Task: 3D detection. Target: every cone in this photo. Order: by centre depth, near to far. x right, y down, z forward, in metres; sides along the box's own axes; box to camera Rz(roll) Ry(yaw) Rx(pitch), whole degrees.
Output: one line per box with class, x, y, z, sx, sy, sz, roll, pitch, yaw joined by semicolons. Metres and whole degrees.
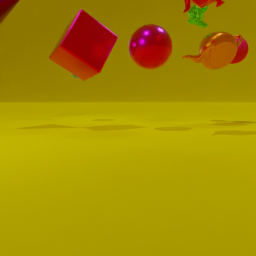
cone;-3.503;-3.352;7.480;1.684;1.678;1.678;-3;5;20

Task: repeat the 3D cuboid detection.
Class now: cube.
cube;-1.271;-2.270;7.923;1.249;1.249;1.249;31;-17;-24

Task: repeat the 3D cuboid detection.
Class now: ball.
ball;0.602;-2.162;7.509;1.172;1.172;1.172;0;6;0
ball;3.739;-2.764;9.910;0.972;0.972;0.972;0;6;0

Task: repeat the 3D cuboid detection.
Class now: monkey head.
monkey head;2.555;-4.030;10.067;0.820;0.687;1.139;21;0;-15

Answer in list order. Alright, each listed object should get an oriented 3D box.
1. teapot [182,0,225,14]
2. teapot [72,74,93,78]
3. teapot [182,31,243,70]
teapot;1.745;-2.988;5.950;1.782;0.873;1.108;-30;7;-16
teapot;-1.872;-2.379;11.341;1.057;0.833;1.700;-19;35;-30
teapot;2.774;-2.533;9.059;1.983;1.233;0.971;-23;43;4
